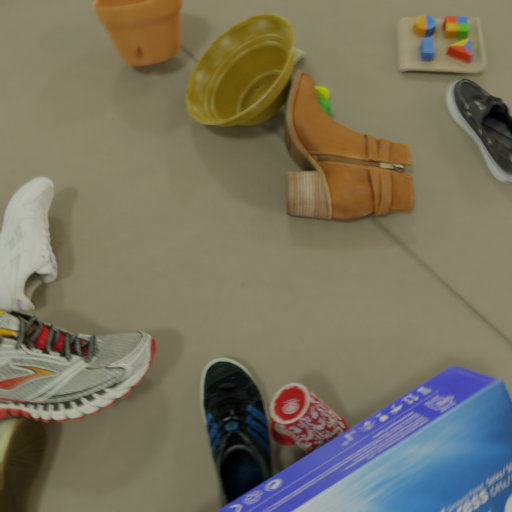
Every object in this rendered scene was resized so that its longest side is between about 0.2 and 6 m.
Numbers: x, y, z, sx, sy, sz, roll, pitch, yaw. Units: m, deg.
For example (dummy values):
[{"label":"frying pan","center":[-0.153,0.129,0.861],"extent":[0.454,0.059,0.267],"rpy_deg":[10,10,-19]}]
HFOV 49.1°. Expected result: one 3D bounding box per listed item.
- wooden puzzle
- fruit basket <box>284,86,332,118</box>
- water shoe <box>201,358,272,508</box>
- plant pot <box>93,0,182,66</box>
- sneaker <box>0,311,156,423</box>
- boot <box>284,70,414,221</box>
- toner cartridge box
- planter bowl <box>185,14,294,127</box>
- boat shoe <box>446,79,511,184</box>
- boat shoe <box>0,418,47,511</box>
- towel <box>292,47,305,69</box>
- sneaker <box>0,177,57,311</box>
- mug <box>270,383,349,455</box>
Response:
[{"label":"wooden puzzle","center":[3.818,-4.464,11.613],"extent":[1.679,0.389,1.555],"rpy_deg":[2,61,8]},{"label":"fruit basket","center":[1.091,-2.991,10.765],"extent":[0.980,0.707,0.980],"rpy_deg":[-3,75,10]},{"label":"water shoe","center":[-0.187,2.439,7.440],"extent":[0.889,0.981,2.486],"rpy_deg":[-12,62,-8]},{"label":"plant pot","center":[-2.209,-4.536,11.063],"extent":[1.700,1.190,1.700],"rpy_deg":[-6,37,5]},{"label":"sneaker","center":[-3.025,1.432,7.556],"extent":[3.308,1.359,1.288],"rpy_deg":[-7,20,-6]},{"label":"boot","center":[1.595,-1.969,9.765],"extent":[2.193,1.083,2.824],"rpy_deg":[-1,68,2]},{"label":"toner cartridge box","center":[1.194,3.324,6.395],"extent":[4.542,0.981,2.157],"rpy_deg":[-27,96,-14]},{"label":"planter bowl","center":[-0.090,-3.183,10.407],"extent":[2.393,0.997,2.393],"rpy_deg":[-18,55,29]},{"label":"boat shoe","center":[4.319,-2.496,10.331],"extent":[0.861,0.816,2.464],"rpy_deg":[-11,62,-5]},{"label":"boat shoe","center":[-3.443,3.211,7.187],"extent":[0.713,0.827,2.267],"rpy_deg":[-9,57,32]},{"label":"towel","center":[0.291,-3.996,11.531],"extent":[0.987,0.243,1.330],"rpy_deg":[30,65,17]},{"label":"sneaker","center":[-3.635,-0.163,9.107],"extent":[1.157,0.870,2.324],"rpy_deg":[15,69,0]},{"label":"mug","center":[0.609,2.265,7.426],"extent":[0.946,1.066,0.711],"rpy_deg":[-38,37,2]}]
